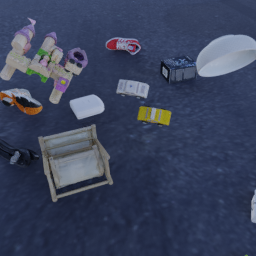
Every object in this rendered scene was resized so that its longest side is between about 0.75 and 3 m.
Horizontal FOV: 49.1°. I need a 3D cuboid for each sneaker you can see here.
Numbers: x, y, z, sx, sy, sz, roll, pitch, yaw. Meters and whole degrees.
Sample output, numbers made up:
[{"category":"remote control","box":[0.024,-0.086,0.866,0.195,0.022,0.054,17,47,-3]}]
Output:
[{"category":"sneaker","box":[-4.313,-1.260,11.744,2.119,0.802,0.974,21,39,21]},{"category":"sneaker","box":[-0.227,-4.645,15.910,1.958,0.697,1.101,-7,36,-12]}]

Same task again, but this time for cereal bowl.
[{"category":"cereal bowl","box":[3.256,-2.510,9.422,2.030,2.030,0.845,-11,79,-13]}]

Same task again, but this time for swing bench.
[{"category":"swing bench","box":[-1.647,0.986,8.688,1.856,1.210,1.865,-13,36,-15]}]

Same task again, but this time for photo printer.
[{"category":"photo printer","box":[-1.650,-0.904,11.539,1.246,0.433,1.037,-17,42,-19]}]

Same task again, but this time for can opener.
[{"category":"can opener","box":[-3.976,0.827,9.424,2.018,0.794,0.640,16,81,23]}]

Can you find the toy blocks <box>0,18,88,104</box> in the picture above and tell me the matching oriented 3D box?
[{"category":"toy blocks","box":[-2.474,-2.391,8.822,2.189,2.342,1.972,27,55,-19]}]

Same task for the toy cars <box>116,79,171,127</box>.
[{"category":"toy cars","box":[0.380,-0.704,7.299,0.804,0.397,1.793,-38,77,2]}]

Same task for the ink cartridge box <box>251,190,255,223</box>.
[{"category":"ink cartridge box","box":[3.764,2.225,7.811,0.539,0.315,0.930,13,41,16]}]

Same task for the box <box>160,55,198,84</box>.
[{"category":"box","box":[2.475,-2.855,13.639,1.488,0.796,1.104,-12,41,-15]}]
